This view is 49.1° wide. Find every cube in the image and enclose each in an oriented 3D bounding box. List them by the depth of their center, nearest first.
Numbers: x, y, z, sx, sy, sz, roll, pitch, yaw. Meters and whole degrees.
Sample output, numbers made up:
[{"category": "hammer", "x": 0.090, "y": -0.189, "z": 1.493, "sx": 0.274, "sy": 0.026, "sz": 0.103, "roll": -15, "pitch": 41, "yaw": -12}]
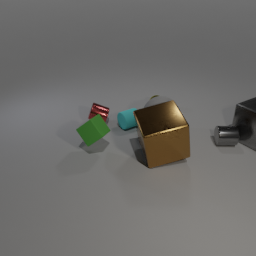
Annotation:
[{"category": "cube", "x": 1.081, "y": 0.187, "z": 8.995, "sx": 1.400, "sy": 1.400, "sz": 1.400, "roll": -15, "pitch": 40, "yaw": -3}, {"category": "cube", "x": -1.150, "y": 0.071, "z": 9.359, "sx": 0.700, "sy": 0.700, "sz": 0.700, "roll": -33, "pitch": 5, "yaw": 25}, {"category": "cube", "x": 4.767, "y": -0.163, "z": 10.067, "sx": 1.400, "sy": 1.400, "sz": 1.400, "roll": -18, "pitch": 34, "yaw": -29}]

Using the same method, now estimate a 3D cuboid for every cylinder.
[{"category": "cylinder", "x": 3.508, "y": 0.275, "z": 10.017, "sx": 0.700, "sy": 0.700, "sz": 0.700, "roll": 1, "pitch": 29, "yaw": 2}, {"category": "cylinder", "x": 0.039, "y": -0.370, "z": 11.075, "sx": 0.700, "sy": 0.700, "sz": 0.700, "roll": -19, "pitch": 34, "yaw": -27}, {"category": "cylinder", "x": -1.186, "y": -0.593, "z": 11.345, "sx": 0.700, "sy": 0.700, "sz": 0.700, "roll": 19, "pitch": 27, "yaw": -11}]

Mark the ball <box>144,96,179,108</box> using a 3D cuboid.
[{"category": "ball", "x": 1.241, "y": -0.497, "z": 10.509, "sx": 1.400, "sy": 1.400, "sz": 1.400, "roll": 0, "pitch": 29, "yaw": 0}]

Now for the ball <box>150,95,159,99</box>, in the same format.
[{"category": "ball", "x": 1.271, "y": -1.113, "z": 12.471, "sx": 0.700, "sy": 0.700, "sz": 0.700, "roll": 0, "pitch": 29, "yaw": 0}]
